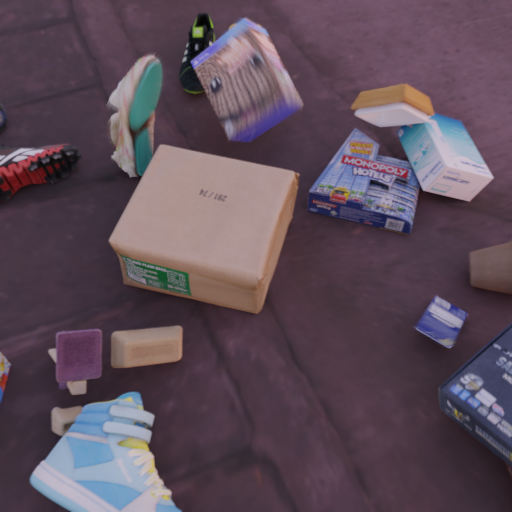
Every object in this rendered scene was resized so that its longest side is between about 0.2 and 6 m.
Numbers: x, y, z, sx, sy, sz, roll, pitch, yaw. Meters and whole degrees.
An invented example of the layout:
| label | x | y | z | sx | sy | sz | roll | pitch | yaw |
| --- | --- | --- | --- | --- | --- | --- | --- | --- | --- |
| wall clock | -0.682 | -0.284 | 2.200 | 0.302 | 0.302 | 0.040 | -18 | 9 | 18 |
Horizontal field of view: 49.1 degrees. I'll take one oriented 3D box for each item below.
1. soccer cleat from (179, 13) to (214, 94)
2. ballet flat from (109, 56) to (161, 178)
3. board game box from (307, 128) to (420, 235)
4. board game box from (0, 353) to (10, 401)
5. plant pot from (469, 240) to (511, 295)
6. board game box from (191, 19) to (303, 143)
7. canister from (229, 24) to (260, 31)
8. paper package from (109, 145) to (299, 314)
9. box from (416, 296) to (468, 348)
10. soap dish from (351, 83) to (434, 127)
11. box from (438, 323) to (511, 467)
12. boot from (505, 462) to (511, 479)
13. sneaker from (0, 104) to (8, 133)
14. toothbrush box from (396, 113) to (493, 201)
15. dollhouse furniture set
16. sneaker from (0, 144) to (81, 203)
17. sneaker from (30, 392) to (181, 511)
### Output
| label | x | y | z | sx | sy | sz | roll | pitch | yaw |
| --- | --- | --- | --- | --- | --- | --- | --- | --- | --- |
| soccer cleat | -1.324 | -4.546 | 12.545 | 0.761 | 0.914 | 2.255 | 2 | 54 | 1 |
| ballet flat | -2.268 | -2.490 | 10.066 | 0.797 | 2.492 | 0.943 | 29 | 44 | 12 |
| board game box | 2.124 | -1.488 | 10.520 | 1.923 | 0.593 | 1.922 | 14 | 56 | 10 |
| board game box | -4.184 | 2.105 | 7.726 | 0.902 | 0.886 | 1.719 | -1 | 54 | -1 |
| plant pot | 3.962 | 0.218 | 9.155 | 0.874 | 1.002 | 1.002 | -3 | 52 | 19 |
| board game box | -0.179 | -3.282 | 10.680 | 1.386 | 0.842 | 1.738 | -30 | 82 | 27 |
| canister | -0.257 | -4.879 | 13.053 | 0.874 | 0.509 | 1.177 | 0 | 53 | 0 |
| paper package | -0.786 | -0.466 | 9.349 | 2.490 | 1.288 | 2.374 | 13 | 55 | 8 |
| box | 2.882 | 1.055 | 8.742 | 0.584 | 0.156 | 0.965 | 31 | 42 | 18 |
| soap dish | 2.503 | -2.745 | 10.268 | 1.203 | 0.946 | 0.489 | 6 | 87 | 50 |
| box | 3.885 | 2.002 | 7.226 | 1.852 | 0.599 | 2.349 | -34 | 44 | -16 |
| boot | 4.257 | 3.102 | 7.092 | 2.096 | 0.722 | 2.249 | -7 | 50 | 11 |
| sneaker | -6.050 | -2.453 | 11.244 | 0.914 | 0.782 | 2.098 | 22 | 49 | 28 |
| toothbrush box | 3.513 | -1.905 | 10.526 | 1.175 | 0.684 | 1.605 | 7 | 49 | -26 |
| dollhouse furniture set | -2.167 | 1.661 | 8.526 | 1.914 | 1.516 | 1.358 | -2 | 8 | -29 |
| sneaker | -4.415 | -1.747 | 10.615 | 2.079 | 0.735 | 1.016 | -26 | 60 | -16 |
| sneaker | -1.485 | 2.684 | 7.169 | 2.460 | 0.978 | 1.606 | 21 | 65 | 14 |
